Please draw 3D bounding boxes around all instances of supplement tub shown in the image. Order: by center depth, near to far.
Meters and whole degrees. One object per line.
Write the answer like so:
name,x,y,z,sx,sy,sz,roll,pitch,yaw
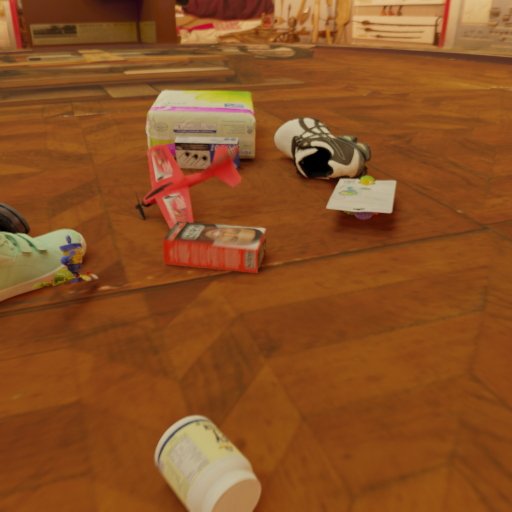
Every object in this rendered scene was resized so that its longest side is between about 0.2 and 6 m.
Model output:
supplement tub,-0.508,2.259,5.856,0.749,0.749,1.033,-19,33,-33

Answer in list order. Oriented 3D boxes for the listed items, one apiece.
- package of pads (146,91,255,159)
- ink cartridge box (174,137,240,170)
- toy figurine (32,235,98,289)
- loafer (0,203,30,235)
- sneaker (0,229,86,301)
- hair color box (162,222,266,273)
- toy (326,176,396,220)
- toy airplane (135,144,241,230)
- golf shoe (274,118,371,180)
package of pads,-1.757,-4.319,18.204,3.334,1.472,4.315,0,26,-2
ink cartridge box,-1.397,-2.955,16.097,1.802,0.847,0.398,3,39,5
toy figurine,-3.293,0.066,9.593,0.736,0.835,1.394,-6,1,6
loafer,-5.655,-0.665,11.860,2.303,0.828,0.725,14,47,37
sneaker,-4.325,-0.320,9.794,1.145,1.835,3.111,15,29,30
hair color box,-0.790,-0.189,10.934,1.849,0.566,0.938,5,28,9
toy,2.498,-1.254,13.089,1.388,0.569,2.410,5,27,15
toy airplane,-1.547,-1.750,12.850,2.827,0.520,2.827,-10,60,18
golf shoe,1.472,-3.014,15.730,1.670,1.375,3.536,-20,32,-35
